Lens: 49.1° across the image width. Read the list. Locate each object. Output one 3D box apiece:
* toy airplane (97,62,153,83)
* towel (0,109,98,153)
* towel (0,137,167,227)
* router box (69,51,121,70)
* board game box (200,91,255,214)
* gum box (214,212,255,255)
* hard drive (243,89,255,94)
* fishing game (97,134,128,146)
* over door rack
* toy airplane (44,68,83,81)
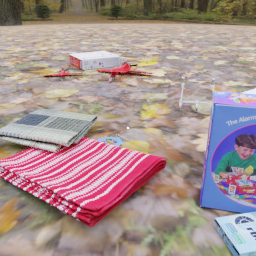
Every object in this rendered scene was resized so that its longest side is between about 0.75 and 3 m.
[{"bbox_3d":[-0.378,-2.696,13.093,2.881,0.530,2.881,-1,24,1],"label":"toy airplane"},{"bbox_3d":[-1.904,0.002,6.935,1.909,0.330,1.838,7,23,15],"label":"towel"},{"bbox_3d":[-0.997,0.722,5.554,2.990,0.336,2.162,13,26,36],"label":"towel"},{"bbox_3d":[-1.825,-3.733,15.348,2.219,0.542,1.992,-13,27,-26],"label":"router box"},{"bbox_3d":[2.660,0.516,4.337,2.818,1.895,0.631,7,25,13],"label":"board game box"},{"bbox_3d":[1.798,1.564,4.110,0.813,0.181,0.691,-5,25,-12],"label":"gum box"},{"bbox_3d":[5.013,-0.920,9.337,2.984,0.378,1.968,-17,30,-33],"label":"hard drive"},{"bbox_3d":[-0.485,0.334,6.866,0.952,0.148,0.682,-16,25,-30],"label":"fishing game"},{"bbox_3d":[2.318,-1.063,9.341,1.148,0.518,1.554,5,46,12],"label":"over door rack"},{"bbox_3d":[-3.024,-2.486,12.857,1.847,0.340,1.847,-2,24,1],"label":"toy airplane"}]
